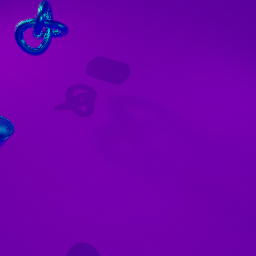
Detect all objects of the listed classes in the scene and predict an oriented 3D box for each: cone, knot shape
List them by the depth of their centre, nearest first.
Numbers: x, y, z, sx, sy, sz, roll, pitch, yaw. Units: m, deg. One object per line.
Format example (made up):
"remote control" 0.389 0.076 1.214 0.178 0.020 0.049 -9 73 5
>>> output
"cone" -2.443 0.402 4.494 1.042 1.046 1.042 16 23 -7
"knot shape" -2.450 -2.932 8.075 1.587 1.485 0.733 -35 75 -33
